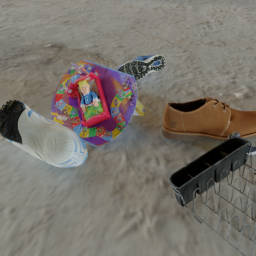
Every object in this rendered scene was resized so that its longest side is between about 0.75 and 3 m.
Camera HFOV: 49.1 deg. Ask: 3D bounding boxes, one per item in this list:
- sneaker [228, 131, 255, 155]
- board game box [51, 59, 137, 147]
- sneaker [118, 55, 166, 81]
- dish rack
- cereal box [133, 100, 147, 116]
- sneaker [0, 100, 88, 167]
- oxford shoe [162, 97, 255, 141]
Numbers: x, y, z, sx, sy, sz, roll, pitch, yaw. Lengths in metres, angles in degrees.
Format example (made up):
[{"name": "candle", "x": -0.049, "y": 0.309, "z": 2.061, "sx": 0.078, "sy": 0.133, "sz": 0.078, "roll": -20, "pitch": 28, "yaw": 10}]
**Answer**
[{"name": "sneaker", "x": 2.844, "y": 0.371, "z": 6.878, "sx": 0.855, "sy": 0.618, "sz": 0.325, "roll": -8, "pitch": 0, "yaw": -5}, {"name": "board game box", "x": -1.100, "y": -0.780, "z": 7.413, "sx": 2.664, "sy": 0.519, "sz": 2.105, "roll": 24, "pitch": 86, "yaw": 27}, {"name": "sneaker", "x": 0.445, "y": -2.281, "z": 10.481, "sx": 1.897, "sy": 0.745, "sz": 0.846, "roll": -18, "pitch": 24, "yaw": -22}, {"name": "dish rack", "x": 2.232, "y": 1.289, "z": 4.817, "sx": 1.987, "sy": 0.707, "sz": 2.591, "roll": -28, "pitch": 36, "yaw": -22}, {"name": "cereal box", "x": -0.103, "y": -0.681, "z": 8.023, "sx": 1.153, "sy": 0.830, "sz": 0.228, "roll": 7, "pitch": 63, "yaw": 48}, {"name": "sneaker", "x": -2.225, "y": 0.169, "z": 6.975, "sx": 2.885, "sy": 1.046, "sz": 1.037, "roll": 28, "pitch": 78, "yaw": 27}, {"name": "oxford shoe", "x": 2.400, "y": -0.299, "z": 7.370, "sx": 2.969, "sy": 1.058, "sz": 1.059, "roll": -2, "pitch": 26, "yaw": 0}]
